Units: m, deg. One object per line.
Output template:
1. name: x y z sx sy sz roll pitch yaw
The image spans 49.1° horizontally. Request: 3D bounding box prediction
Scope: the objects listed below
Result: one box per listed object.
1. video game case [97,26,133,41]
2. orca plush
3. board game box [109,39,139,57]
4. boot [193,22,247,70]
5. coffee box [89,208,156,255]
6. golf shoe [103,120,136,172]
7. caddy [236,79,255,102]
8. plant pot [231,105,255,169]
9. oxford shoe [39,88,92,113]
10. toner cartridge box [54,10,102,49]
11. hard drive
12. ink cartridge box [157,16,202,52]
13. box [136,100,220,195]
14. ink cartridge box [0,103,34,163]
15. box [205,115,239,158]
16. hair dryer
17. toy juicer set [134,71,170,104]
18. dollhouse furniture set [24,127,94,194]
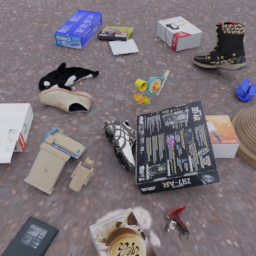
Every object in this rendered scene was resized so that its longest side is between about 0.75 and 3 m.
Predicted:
1. video game case: -0.611 -4.693 13.838 1.498 0.191 1.354 8 41 12
2. orca plush: -2.336 -2.116 10.941 2.414 0.858 1.270 -9 46 -8
3. board game box: -0.200 -3.731 13.027 1.169 0.151 1.169 -10 46 -9
4. boot: 3.625 -3.270 11.147 0.845 1.738 2.309 -24 31 -32
5. coffee box: 0.014 2.890 6.100 1.077 0.761 1.906 -20 49 -18
6. golf shoe: -0.057 0.411 8.532 0.956 0.787 2.023 -15 49 -14
7. caddy: 4.429 -1.396 10.519 0.665 0.494 0.941 37 52 2
8. plant pot: 4.626 0.028 8.570 2.745 1.267 2.745 1 45 -1
9. oxford shoe: -2.256 -0.936 9.931 1.913 0.677 0.706 1 48 2
10. toner cartridge box: -2.380 -4.953 13.894 1.358 0.617 2.859 11 46 12
11. hard drive: -2.333 2.781 6.598 0.853 0.201 1.223 18 48 17
12. ink cartridge box: 2.399 -4.509 13.354 1.347 0.765 1.848 -19 49 -18
13. box: 1.310 0.482 8.105 2.125 0.577 2.652 -14 44 15
14. ink cartridge box: -3.945 0.263 8.784 1.370 0.633 2.514 -1 47 -1
15. box: 2.748 0.261 8.736 0.964 0.673 1.265 -1 45 -2
16. hair dryer: 1.268 2.346 7.080 0.663 0.237 0.871 26 53 0
17. toy juicer set: 0.884 -1.301 9.728 1.674 1.065 0.456 -24 48 -38
18. dollhouse furniture set: -1.836 1.021 8.214 1.681 1.162 1.780 29 16 -2
